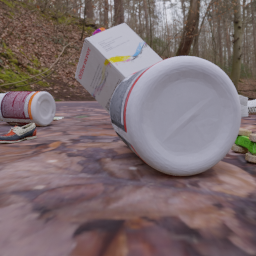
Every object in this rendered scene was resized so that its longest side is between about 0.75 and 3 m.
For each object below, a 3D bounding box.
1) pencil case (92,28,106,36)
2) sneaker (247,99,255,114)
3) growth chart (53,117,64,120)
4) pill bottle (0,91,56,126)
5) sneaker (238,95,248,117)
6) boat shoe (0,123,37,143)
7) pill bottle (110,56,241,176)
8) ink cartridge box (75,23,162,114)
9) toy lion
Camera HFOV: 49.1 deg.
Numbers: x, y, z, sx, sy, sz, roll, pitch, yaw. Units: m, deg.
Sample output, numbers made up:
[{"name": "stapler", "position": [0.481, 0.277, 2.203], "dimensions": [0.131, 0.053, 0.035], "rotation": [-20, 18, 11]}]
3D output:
[{"name": "pencil case", "position": [-0.688, -3.107, 11.028], "dimensions": [0.779, 1.762, 0.779], "rotation": [-36, -12, -9]}, {"name": "sneaker", "position": [7.034, -1.135, 16.020], "dimensions": [2.451, 0.936, 0.987], "rotation": [0, 17, 35]}, {"name": "growth chart", "position": [-3.386, -0.415, 12.531], "dimensions": [0.825, 0.101, 1.139], "rotation": [0, 6, 8]}, {"name": "pill bottle", "position": [-3.841, -0.721, 10.180], "dimensions": [2.149, 1.227, 1.227], "rotation": [4, 8, 22]}, {"name": "sneaker", "position": [5.065, -1.117, 13.903], "dimensions": [2.036, 1.177, 0.750], "rotation": [-4, 9, -20]}, {"name": "boat shoe", "position": [-2.669, 0.129, 6.775], "dimensions": [0.421, 0.370, 1.182], "rotation": [5, 10, 24]}, {"name": "pill bottle", "position": [0.527, -0.277, 4.908], "dimensions": [1.608, 1.608, 2.775], "rotation": [-1, 7, -11]}, {"name": "ink cartridge box", "position": [-0.158, -1.753, 9.201], "dimensions": [1.815, 2.509, 1.847], "rotation": [-37, -11, -36]}, {"name": "toy lion", "position": [2.635, 0.362, 4.864], "dimensions": [1.314, 0.471, 1.371], "rotation": [8, 7, 3]}]
